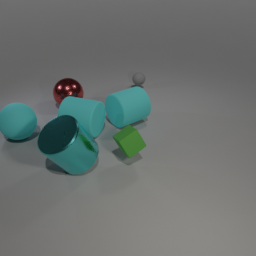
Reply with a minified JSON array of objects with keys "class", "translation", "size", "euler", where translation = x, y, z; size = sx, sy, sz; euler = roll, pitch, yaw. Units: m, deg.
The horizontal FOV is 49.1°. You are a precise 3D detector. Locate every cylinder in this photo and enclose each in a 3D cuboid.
[{"class":"cylinder","translation":[-0.009,-0.883,11.619],"size":[1.400,1.400,1.400],"euler":[-22,36,-32]},{"class":"cylinder","translation":[-1.775,-0.438,10.884],"size":[1.400,1.400,1.400],"euler":[11,31,16]},{"class":"cylinder","translation":[-1.825,0.540,8.704],"size":[1.400,1.400,1.400],"euler":[-13,53,17]}]

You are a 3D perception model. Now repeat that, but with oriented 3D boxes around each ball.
[{"class":"ball","translation":[0.582,-2.631,14.990],"size":[0.700,0.700,0.700],"euler":[0,30,0]},{"class":"ball","translation":[-4.167,-0.252,10.578],"size":[1.400,1.400,1.400],"euler":[0,30,0]},{"class":"ball","translation":[-2.761,-1.612,12.982],"size":[1.400,1.400,1.400],"euler":[0,30,0]}]

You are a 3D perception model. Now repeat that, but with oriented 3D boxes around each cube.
[{"class":"cube","translation":[0.044,0.428,9.110],"size":[0.700,0.700,0.700],"euler":[-36,24,-10]}]
